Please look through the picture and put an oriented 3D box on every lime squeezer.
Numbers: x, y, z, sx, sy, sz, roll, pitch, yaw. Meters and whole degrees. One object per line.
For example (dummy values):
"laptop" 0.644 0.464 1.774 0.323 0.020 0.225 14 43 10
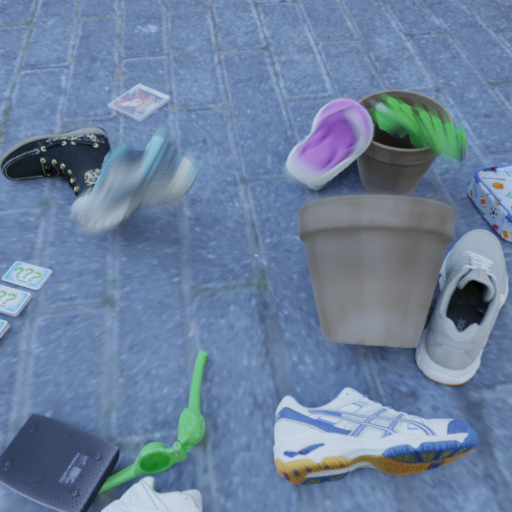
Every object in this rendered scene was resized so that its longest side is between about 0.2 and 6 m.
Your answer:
"lime squeezer" -1.448 2.643 8.236 1.074 0.574 3.041 32 58 22

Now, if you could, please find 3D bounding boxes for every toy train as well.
"toy train" 2.864 -2.096 9.505 2.070 0.432 0.584 14 54 -29

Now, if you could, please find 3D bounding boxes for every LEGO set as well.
"LEGO set" -5.295 0.466 10.100 2.492 0.612 1.861 15 48 12

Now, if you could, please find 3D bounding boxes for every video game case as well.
"video game case" -2.923 -3.852 14.046 1.060 0.134 1.163 27 55 22

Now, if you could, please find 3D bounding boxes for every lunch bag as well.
"lunch bag" 5.310 -1.146 11.392 1.481 0.698 1.848 -10 51 -10

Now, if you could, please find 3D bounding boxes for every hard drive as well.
"hard drive" -2.827 2.965 7.953 1.649 0.349 1.112 11 49 23

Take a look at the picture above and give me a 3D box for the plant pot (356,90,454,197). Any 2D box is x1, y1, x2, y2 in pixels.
"plant pot" 2.837 -2.132 11.535 1.980 1.718 1.980 0 50 0

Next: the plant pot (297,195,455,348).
"plant pot" 1.825 0.334 8.908 2.472 2.472 2.145 4 83 3

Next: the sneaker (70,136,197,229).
"sneaker" -2.458 -1.430 10.287 2.718 1.173 1.055 -19 38 24

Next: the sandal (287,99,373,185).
"sandal" 1.463 -2.168 9.876 1.122 0.678 2.758 28 48 5

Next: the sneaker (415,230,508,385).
"sneaker" 3.698 0.538 9.411 1.234 1.500 3.261 19 52 15

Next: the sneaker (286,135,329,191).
"sneaker" 1.637 -2.547 12.396 1.059 0.956 2.585 34 57 20

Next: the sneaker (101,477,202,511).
"sneaker" -0.917 3.615 7.252 2.196 0.855 1.091 29 52 21

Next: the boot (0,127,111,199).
"boot" -4.076 -1.763 11.807 2.379 0.859 1.797 -20 55 -16

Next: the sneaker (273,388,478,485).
"sneaker" 1.677 2.428 8.075 2.896 1.090 1.277 -3 50 -3
